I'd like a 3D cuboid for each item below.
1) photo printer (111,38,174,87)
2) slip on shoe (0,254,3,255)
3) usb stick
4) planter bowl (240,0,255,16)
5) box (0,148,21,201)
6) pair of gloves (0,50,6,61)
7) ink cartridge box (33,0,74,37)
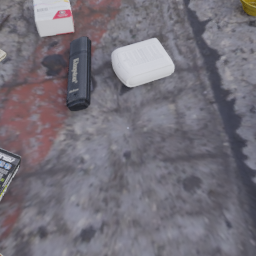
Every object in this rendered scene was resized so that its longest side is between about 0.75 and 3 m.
[{"bbox_3d":[0.365,-1.926,8.301,1.612,0.560,1.341,-20,59,-12],"label":"photo printer"},{"bbox_3d":[-2.021,3.105,5.115,2.679,0.820,0.992,26,62,16],"label":"slip on shoe"},{"bbox_3d":[-1.414,-1.657,8.185,0.724,0.425,2.609,-11,58,12],"label":"usb stick"},{"bbox_3d":[4.493,-4.359,9.739,1.509,0.629,1.509,0,59,0],"label":"planter bowl"},{"bbox_3d":[-3.650,0.969,5.486,2.367,0.524,1.896,24,52,-9],"label":"box"},{"bbox_3d":[-5.077,-2.261,8.629,2.101,0.368,1.786,-38,66,-21],"label":"pair of gloves"},{"bbox_3d":[-2.507,-3.911,9.430,1.185,0.688,1.606,-10,58,-6],"label":"ink cartridge box"}]
